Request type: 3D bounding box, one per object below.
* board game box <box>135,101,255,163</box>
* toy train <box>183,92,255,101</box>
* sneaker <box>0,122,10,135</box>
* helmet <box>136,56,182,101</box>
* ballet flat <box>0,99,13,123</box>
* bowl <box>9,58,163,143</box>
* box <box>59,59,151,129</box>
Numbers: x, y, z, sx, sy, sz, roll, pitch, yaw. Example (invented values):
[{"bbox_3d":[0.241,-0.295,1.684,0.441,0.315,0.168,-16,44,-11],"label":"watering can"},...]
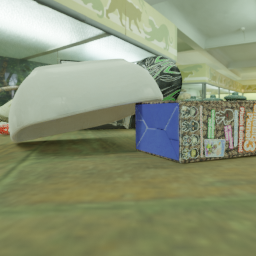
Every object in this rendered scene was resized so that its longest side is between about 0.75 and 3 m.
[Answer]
[{"bbox_3d":[1.205,-0.017,4.726,1.774,0.859,1.415,-3,5,-25],"label":"board game box"},{"bbox_3d":[3.011,-0.462,9.115,1.606,1.201,2.818,2,0,-42],"label":"toy train"},{"bbox_3d":[-3.359,0.021,7.883,1.088,0.363,0.583,1,1,-25],"label":"sneaker"},{"bbox_3d":[1.010,-1.735,11.303,2.385,2.385,2.274,1,-9,18],"label":"helmet"},{"bbox_3d":[-3.923,-0.584,10.600,2.878,1.084,0.976,-2,37,-35],"label":"ballet flat"},{"bbox_3d":[-1.003,-0.554,5.604,2.734,1.022,2.738,-14,-2,-27],"label":"bowl"},{"bbox_3d":[-0.929,-1.066,9.615,2.948,2.325,0.734,0,38,-19],"label":"box"}]
